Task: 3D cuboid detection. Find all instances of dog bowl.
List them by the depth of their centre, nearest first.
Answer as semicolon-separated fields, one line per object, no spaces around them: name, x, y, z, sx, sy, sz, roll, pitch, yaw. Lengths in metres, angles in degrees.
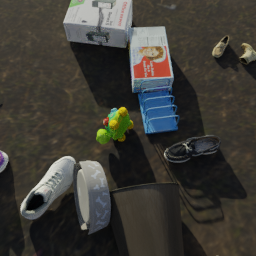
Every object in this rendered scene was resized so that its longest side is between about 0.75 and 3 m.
dog bowl;-1.126;2.027;8.456;0.656;2.235;2.235;-5;62;-21

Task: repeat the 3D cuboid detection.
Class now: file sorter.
file sorter;1.143;-0.853;10.465;1.228;1.086;1.770;-7;63;-4

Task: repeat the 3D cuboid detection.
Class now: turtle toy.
turtle toy;-0.509;-0.059;10.117;0.793;1.144;1.570;23;67;30

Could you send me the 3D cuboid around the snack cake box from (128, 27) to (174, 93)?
snack cake box;0.879;-2.857;11.566;1.572;0.918;2.733;-2;63;-3

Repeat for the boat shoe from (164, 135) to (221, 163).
boat shoe;2.303;0.706;9.930;2.040;0.616;0.754;-8;63;-4

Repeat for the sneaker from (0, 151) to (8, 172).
sneaker;-5.425;0.775;9.645;2.449;1.083;0.985;14;65;9

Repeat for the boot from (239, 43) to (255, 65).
boot;5.049;-3.189;12.074;0.724;0.339;0.931;-30;71;-14

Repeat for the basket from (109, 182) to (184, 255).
basket;0.601;3.138;8.075;2.436;1.838;2.702;-1;66;-17

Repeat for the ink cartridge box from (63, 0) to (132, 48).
ink cartridge box;-1.242;-4.759;12.409;2.673;1.123;1.945;8;63;4

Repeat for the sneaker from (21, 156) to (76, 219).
sneaker;-2.456;1.915;8.892;0.929;1.185;2.386;36;74;-4

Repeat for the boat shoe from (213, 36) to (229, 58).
boat shoe;4.072;-3.568;12.225;0.430;0.387;1.192;33;68;15
